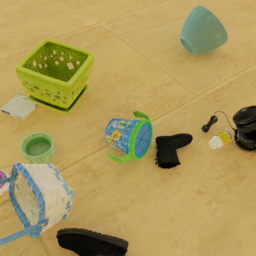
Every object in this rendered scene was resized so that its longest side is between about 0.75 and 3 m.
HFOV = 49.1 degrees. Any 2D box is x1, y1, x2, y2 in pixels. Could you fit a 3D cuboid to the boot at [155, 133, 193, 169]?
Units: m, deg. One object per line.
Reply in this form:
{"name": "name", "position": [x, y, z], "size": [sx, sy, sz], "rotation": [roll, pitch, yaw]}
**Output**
{"name": "boot", "position": [1.604, 0.791, 9.673], "size": [1.436, 0.531, 1.177], "rotation": [-5, 47, 3]}

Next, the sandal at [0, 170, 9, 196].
{"name": "sandal", "position": [-5.044, 2.134, 8.309], "size": [1.227, 0.741, 3.015], "rotation": [35, 57, 27]}

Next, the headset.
{"name": "headset", "position": [4.003, 0.122, 9.607], "size": [1.317, 1.731, 2.804], "rotation": [-40, 41, -23]}

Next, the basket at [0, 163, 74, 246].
{"name": "basket", "position": [-2.841, 2.010, 7.608], "size": [2.389, 1.662, 2.107], "rotation": [-3, 34, -42]}

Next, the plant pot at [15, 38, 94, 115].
{"name": "plant pot", "position": [-2.743, -1.885, 10.972], "size": [2.210, 2.005, 2.199], "rotation": [21, 51, 7]}

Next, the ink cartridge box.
{"name": "ink cartridge box", "position": [-4.366, -0.877, 11.368], "size": [1.077, 0.219, 1.079], "rotation": [20, 50, 15]}

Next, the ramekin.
{"name": "ramekin", "position": [-3.093, 0.722, 9.715], "size": [1.111, 0.543, 1.111], "rotation": [0, 48, 0]}

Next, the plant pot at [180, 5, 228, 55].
{"name": "plant pot", "position": [3.438, -4.465, 13.547], "size": [1.530, 2.272, 2.272], "rotation": [-43, 55, 5]}

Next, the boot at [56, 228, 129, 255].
{"name": "boot", "position": [-1.035, 3.466, 7.086], "size": [2.065, 0.777, 1.544], "rotation": [9, 49, 7]}

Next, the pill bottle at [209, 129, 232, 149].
{"name": "pill bottle", "position": [3.305, 0.422, 10.042], "size": [0.822, 0.458, 0.458], "rotation": [-29, 54, -24]}

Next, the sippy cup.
{"name": "sippy cup", "position": [-0.037, 0.251, 9.699], "size": [1.342, 1.438, 1.831], "rotation": [15, 22, 27]}
